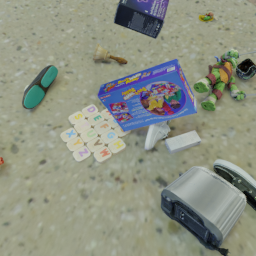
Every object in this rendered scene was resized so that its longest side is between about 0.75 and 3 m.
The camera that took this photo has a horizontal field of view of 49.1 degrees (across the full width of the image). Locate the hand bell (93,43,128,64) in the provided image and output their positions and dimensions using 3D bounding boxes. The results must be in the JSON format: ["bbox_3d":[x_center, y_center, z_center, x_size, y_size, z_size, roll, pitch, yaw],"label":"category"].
[{"bbox_3d":[-0.745,-3.215,12.672,1.529,0.796,0.796,17,57,-3],"label":"hand bell"}]

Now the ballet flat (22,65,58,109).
[{"bbox_3d":[-3.717,-1.684,11.544,0.827,0.827,2.263,22,65,14],"label":"ballet flat"}]

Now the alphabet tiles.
[{"bbox_3d":[-1.207,0.158,10.575,2.395,0.179,2.449,-29,60,-18],"label":"alphabet tiles"}]

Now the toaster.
[{"bbox_3d":[2.299,2.308,8.291,1.626,1.430,2.517,-39,53,-25],"label":"toaster"}]

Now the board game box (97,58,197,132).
[{"bbox_3d":[0.665,-0.986,9.456,2.803,1.884,0.627,-14,43,25],"label":"board game box"}]

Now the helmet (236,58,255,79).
[{"bbox_3d":[5.052,-2.472,11.971,0.830,0.791,0.830,33,33,-25],"label":"helmet"}]

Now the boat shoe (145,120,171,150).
[{"bbox_3d":[1.226,0.002,10.421,0.717,0.753,2.093,19,49,13],"label":"boat shoe"}]

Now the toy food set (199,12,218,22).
[{"bbox_3d":[4.157,-5.828,14.522,0.955,0.312,0.562,-10,57,-7],"label":"toy food set"}]

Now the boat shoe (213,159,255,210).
[{"bbox_3d":[3.688,1.913,9.042,2.315,0.794,0.655,38,64,20],"label":"boat shoe"}]

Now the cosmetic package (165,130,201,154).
[{"bbox_3d":[2.007,0.519,10.250,1.214,0.307,0.501,-17,58,-11],"label":"cosmetic package"}]

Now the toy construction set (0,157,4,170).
[{"bbox_3d":[-5.636,0.990,9.352,2.772,1.277,1.817,-6,32,-13],"label":"toy construction set"}]

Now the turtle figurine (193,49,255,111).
[{"bbox_3d":[4.044,-1.924,10.931,2.729,1.964,2.646,37,67,26],"label":"turtle figurine"}]

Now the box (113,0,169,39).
[{"bbox_3d":[0.413,-3.584,8.615,1.456,0.759,1.077,18,59,-7],"label":"box"}]
